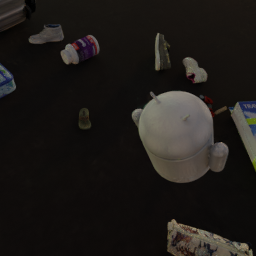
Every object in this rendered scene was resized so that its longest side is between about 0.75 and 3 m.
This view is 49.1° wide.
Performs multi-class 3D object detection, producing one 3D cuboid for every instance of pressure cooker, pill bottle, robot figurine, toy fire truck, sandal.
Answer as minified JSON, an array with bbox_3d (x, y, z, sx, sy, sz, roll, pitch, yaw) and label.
[{"bbox_3d":[-5.046,-5.092,10.902,2.310,2.274,2.586,13,44,45],"label":"pressure cooker"},{"bbox_3d":[-1.701,-2.741,9.928,1.275,0.717,0.717,-33,57,-25],"label":"pill bottle"},{"bbox_3d":[0.769,0.165,4.280,1.565,1.845,1.042,22,67,29],"label":"robot figurine"},{"bbox_3d":[2.452,-0.617,8.338,0.801,0.515,0.705,14,50,-3],"label":"toy fire truck"},{"bbox_3d":[-1.290,-0.289,8.172,0.343,0.246,0.863,-9,51,-8],"label":"sandal"}]

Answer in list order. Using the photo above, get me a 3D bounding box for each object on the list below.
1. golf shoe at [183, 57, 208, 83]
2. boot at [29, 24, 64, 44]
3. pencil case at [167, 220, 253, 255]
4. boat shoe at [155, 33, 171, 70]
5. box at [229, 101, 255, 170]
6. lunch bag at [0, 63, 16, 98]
[{"bbox_3d":[2.146,-1.958,9.460,0.553,0.455,1.209,-23,52,-14],"label":"golf shoe"},{"bbox_3d":[-3.182,-3.660,10.750,1.328,0.635,0.489,-11,51,-9],"label":"boot"},{"bbox_3d":[1.561,2.375,5.603,1.668,0.746,0.649,15,33,13],"label":"pencil case"},{"bbox_3d":[1.242,-2.737,10.018,0.513,0.614,1.717,2,56,2],"label":"boat shoe"},{"bbox_3d":[3.993,0.243,7.455,1.748,0.683,2.867,-3,51,-4],"label":"box"},{"bbox_3d":[-4.433,-1.586,9.038,1.210,0.620,1.505,-32,58,-28],"label":"lunch bag"}]
